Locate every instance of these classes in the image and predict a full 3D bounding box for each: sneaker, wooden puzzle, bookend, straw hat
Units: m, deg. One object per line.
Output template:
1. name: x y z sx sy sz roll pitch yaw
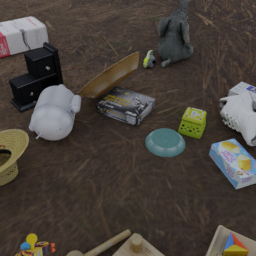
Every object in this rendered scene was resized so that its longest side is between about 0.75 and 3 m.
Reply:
1. sneaker: 4.132 -0.295 10.355 1.266 1.083 2.908 -5 32 12
2. sneaker: 1.214 -3.509 14.410 0.569 0.520 1.406 14 51 12
3. wooden puzzle: 2.752 3.255 6.388 1.898 0.439 1.758 22 44 24
4. bookend: -3.852 -2.099 11.452 2.121 2.134 0.983 -29 48 -31
5. straw hat: -3.943 1.151 8.425 2.497 1.057 2.497 -12 34 8

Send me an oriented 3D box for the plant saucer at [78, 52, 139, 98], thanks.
1. plant saucer: -0.626 -1.963 11.117 2.895 2.895 0.513 -38 96 -36

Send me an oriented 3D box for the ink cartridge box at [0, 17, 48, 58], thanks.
1. ink cartridge box: -6.297 -5.218 15.856 2.910 1.234 2.119 -26 46 -25

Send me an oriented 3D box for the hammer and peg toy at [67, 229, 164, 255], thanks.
1. hammer and peg toy: -0.029 3.219 6.007 2.766 0.976 2.035 31 49 31

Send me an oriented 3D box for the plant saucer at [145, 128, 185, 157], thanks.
1. plant saucer: 1.323 0.437 9.890 1.420 0.255 1.420 0 40 0

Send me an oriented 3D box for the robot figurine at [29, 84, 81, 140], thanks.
1. robot figurine: -2.627 -0.551 10.133 2.130 1.418 2.511 -24 36 18

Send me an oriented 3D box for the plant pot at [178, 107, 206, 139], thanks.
1. plant pot: 2.391 -0.238 10.280 0.863 0.787 0.867 17 44 18

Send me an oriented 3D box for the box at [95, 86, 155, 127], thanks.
1. box: -0.094 -0.921 11.329 1.939 0.469 1.536 22 45 23

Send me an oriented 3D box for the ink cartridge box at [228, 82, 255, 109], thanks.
1. ink cartridge box: 5.417 -1.231 11.758 1.047 0.413 2.106 -30 47 -31

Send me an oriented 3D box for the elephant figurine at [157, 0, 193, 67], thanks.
1. elephant figurine: 2.375 -4.963 14.274 2.024 2.861 2.220 -11 41 -13

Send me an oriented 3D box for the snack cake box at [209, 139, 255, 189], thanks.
1. snack cake box: 3.403 1.093 8.889 0.900 0.526 1.566 -12 41 -15

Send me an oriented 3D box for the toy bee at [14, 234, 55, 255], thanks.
1. toy bee: -2.040 2.714 6.265 0.699 0.841 1.285 -7 21 8
